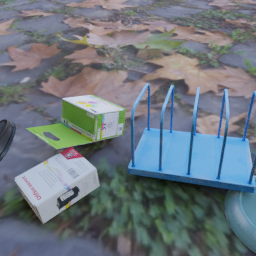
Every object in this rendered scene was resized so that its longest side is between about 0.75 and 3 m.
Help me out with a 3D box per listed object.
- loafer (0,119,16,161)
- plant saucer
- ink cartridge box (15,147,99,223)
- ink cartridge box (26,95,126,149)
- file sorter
[{"bbox_3d":[-2.887,0.525,5.218,0.698,0.693,1.917,9,57,41],"label":"loafer"},{"bbox_3d":[2.698,1.483,4.891,1.926,0.264,1.926,0,36,0],"label":"plant saucer"},{"bbox_3d":[-1.313,1.015,5.241,1.242,0.514,0.905,-30,45,-29],"label":"ink cartridge box"},{"bbox_3d":[-1.133,-0.198,6.283,1.328,0.681,1.796,25,25,39],"label":"ink cartridge box"},{"bbox_3d":[1.320,0.039,5.623,2.356,1.445,1.635,6,31,15],"label":"file sorter"}]
